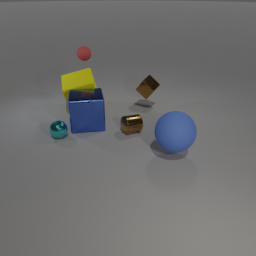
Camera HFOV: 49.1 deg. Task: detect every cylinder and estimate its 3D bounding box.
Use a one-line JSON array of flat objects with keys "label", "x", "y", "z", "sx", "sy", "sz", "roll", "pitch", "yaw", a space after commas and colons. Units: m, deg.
[{"label": "cylinder", "x": 0.146, "y": -0.172, "z": 11.279, "sx": 0.700, "sy": 0.700, "sz": 0.700, "roll": -9, "pitch": 29, "yaw": -25}]

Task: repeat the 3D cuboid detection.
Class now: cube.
[{"label": "cube", "x": -1.714, "y": -0.750, "z": 11.671, "sx": 1.400, "sy": 1.400, "sz": 1.400, "roll": -4, "pitch": 28, "yaw": -8}, {"label": "cube", "x": -2.150, "y": -1.686, "z": 12.893, "sx": 1.400, "sy": 1.400, "sz": 1.400, "roll": -16, "pitch": 41, "yaw": -2}, {"label": "cube", "x": 0.928, "y": -1.913, "z": 13.090, "sx": 0.700, "sy": 0.700, "sz": 0.700, "roll": 43, "pitch": 48, "yaw": -1}]

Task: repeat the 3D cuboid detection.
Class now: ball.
[{"label": "ball", "x": -2.114, "y": -3.578, "z": 13.459, "sx": 0.700, "sy": 0.700, "sz": 0.700, "roll": 0, "pitch": 28, "yaw": 0}, {"label": "ball", "x": 1.599, "y": 0.124, "z": 9.450, "sx": 1.400, "sy": 1.400, "sz": 1.400, "roll": 0, "pitch": 28, "yaw": 0}, {"label": "ball", "x": -2.715, "y": 0.051, "z": 10.937, "sx": 0.700, "sy": 0.700, "sz": 0.700, "roll": 0, "pitch": 28, "yaw": 0}]
